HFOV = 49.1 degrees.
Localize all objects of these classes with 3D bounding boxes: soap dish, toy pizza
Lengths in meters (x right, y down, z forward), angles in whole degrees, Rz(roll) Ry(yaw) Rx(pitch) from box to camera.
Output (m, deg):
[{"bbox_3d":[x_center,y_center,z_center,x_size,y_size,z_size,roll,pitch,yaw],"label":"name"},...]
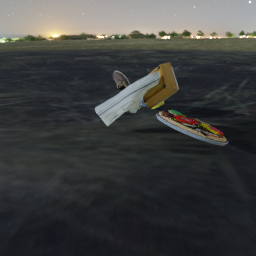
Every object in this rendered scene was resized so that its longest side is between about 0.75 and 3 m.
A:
[{"bbox_3d":[0.787,-1.132,7.530,0.445,0.862,1.095,6,-27,-38],"label":"soap dish"},{"bbox_3d":[1.605,-0.079,6.964,1.874,0.297,1.874,19,12,-4],"label":"toy pizza"}]

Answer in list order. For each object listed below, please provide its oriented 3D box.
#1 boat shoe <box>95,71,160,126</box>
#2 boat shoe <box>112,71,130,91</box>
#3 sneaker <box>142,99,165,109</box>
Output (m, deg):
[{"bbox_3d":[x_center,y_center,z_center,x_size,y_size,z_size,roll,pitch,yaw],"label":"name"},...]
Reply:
[{"bbox_3d":[0.079,-0.724,7.363,2.050,0.684,0.754,-28,6,31],"label":"boat shoe"},{"bbox_3d":[-0.182,-1.612,10.740,0.389,1.308,0.470,-39,2,-41],"label":"boat shoe"},{"bbox_3d":[0.745,-1.120,9.578,0.612,0.728,1.858,-27,11,-3],"label":"sneaker"}]
